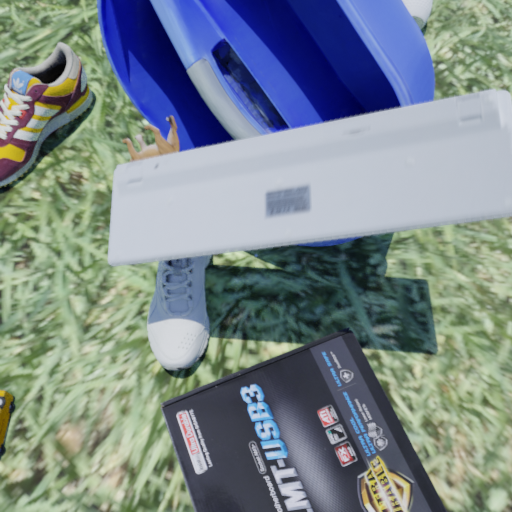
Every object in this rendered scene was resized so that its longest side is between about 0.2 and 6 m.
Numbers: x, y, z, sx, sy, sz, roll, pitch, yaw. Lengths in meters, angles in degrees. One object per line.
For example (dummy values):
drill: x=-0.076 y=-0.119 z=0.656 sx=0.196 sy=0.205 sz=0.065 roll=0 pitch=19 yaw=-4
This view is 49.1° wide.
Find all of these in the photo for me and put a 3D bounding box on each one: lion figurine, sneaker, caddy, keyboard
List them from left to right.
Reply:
sneaker: x=-4.338 y=-2.629 z=10.262 sx=1.144 sy=1.376 sz=3.054 roll=27 pitch=66 yaw=13
lion figurine: x=-1.348 y=-1.352 z=7.485 sx=0.422 sy=1.164 sz=0.713 roll=-31 pitch=100 yaw=-45
sneaker: x=-1.239 y=0.402 z=8.799 sx=1.028 sy=1.202 sz=2.760 roll=0 pitch=64 yaw=-1
caddy: x=0.135 y=-2.499 z=7.836 sx=5.158 sy=3.646 sz=2.707 roll=51 pitch=44 yaw=-15
keyboard: x=0.358 y=-0.780 z=6.352 sx=4.793 sy=0.256 sz=1.349 roll=-7 pitch=78 yaw=21

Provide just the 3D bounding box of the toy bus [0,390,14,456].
toy bus: x=-3.897 y=2.564 z=8.133 sx=0.456 sy=0.379 sz=1.166 roll=1 pitch=63 yaw=2

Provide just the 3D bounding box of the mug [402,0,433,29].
mug: x=3.079 y=-5.426 z=11.950 sx=1.351 sy=0.998 sz=1.185 roll=1 pitch=75 yaw=3

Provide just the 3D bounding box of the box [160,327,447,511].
box: x=0.593 y=2.936 z=7.746 sx=3.043 sy=0.762 sz=3.066 roll=-19 pitch=64 yaw=-11
